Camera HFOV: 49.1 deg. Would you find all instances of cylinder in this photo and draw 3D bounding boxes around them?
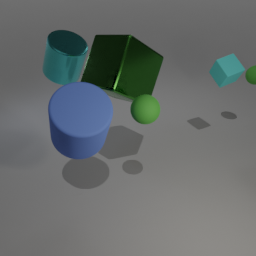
[{"bbox_3d":[-2.267,-2.509,10.034,1.400,1.400,1.400,13,49,-15],"label":"cylinder"},{"bbox_3d":[-1.143,-0.137,6.660,1.400,1.400,1.400,5,63,-10],"label":"cylinder"}]

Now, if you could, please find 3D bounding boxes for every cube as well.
[{"bbox_3d":[-0.160,-1.539,7.473,1.400,1.400,1.400,19,1,44],"label":"cube"},{"bbox_3d":[3.241,-1.882,9.219,0.700,0.700,0.700,-23,71,-14],"label":"cube"}]

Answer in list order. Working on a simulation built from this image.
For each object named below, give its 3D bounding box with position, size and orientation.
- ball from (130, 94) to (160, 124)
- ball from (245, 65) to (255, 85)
[{"bbox_3d":[0.405,-0.433,6.553,0.700,0.700,0.700,0,30,0],"label":"ball"},{"bbox_3d":[4.704,-1.951,10.318,0.700,0.700,0.700,0,30,0],"label":"ball"}]
